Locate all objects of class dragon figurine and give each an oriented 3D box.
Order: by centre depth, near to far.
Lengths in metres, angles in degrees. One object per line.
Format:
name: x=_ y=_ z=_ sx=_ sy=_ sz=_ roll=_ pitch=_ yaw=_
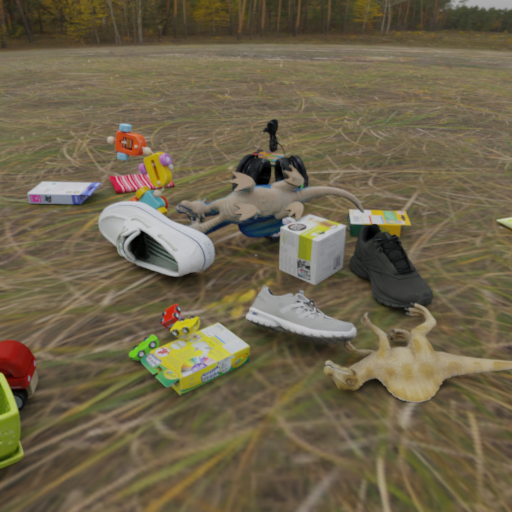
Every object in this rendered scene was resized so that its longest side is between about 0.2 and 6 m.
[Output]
dragon figurine: x=0.163 y=-1.043 z=11.768 sx=3.843 sy=1.131 sz=1.911 roll=-9 pitch=-6 yaw=-17

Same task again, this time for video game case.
video game case: x=0.549 y=-0.628 z=12.769 sx=1.022 sy=0.130 sz=0.924 roll=-16 pitch=31 yaw=-29

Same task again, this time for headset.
headset: x=0.402 y=-2.309 z=14.620 sx=1.940 sy=1.476 sz=3.141 roll=3 pitch=38 yaw=3

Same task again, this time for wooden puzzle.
wooden puzzle: x=0.274 y=-3.035 z=17.569 sx=1.044 sy=0.124 sz=1.760 roll=9 pitch=28 yaw=17

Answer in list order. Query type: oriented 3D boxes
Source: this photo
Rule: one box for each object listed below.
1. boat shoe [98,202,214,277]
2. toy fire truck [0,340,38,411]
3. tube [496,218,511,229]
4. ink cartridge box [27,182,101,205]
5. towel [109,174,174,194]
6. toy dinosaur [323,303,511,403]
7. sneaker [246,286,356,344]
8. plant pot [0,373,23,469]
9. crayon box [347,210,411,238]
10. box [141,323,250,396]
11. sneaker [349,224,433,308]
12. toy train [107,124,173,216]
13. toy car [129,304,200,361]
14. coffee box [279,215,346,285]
boat shoe: x=-2.239 y=-0.359 z=10.988 sx=3.011 sy=1.107 sz=1.005 roll=14 pitch=26 yaw=33
toy fire truck: x=-3.668 y=1.293 z=7.535 sx=1.223 sy=1.390 sz=0.894 roll=-3 pitch=28 yaw=-5
tube: x=6.062 y=-0.616 z=12.534 sx=0.422 sy=0.378 sz=1.456 roll=33 pitch=11 yaw=-23
ink cartridge box: x=-4.945 y=-1.633 z=14.551 sx=1.633 sy=0.343 sz=0.974 roll=-1 pitch=26 yaw=4
towel: x=-3.197 y=-2.067 z=15.585 sx=1.628 sy=0.183 sz=1.177 roll=-9 pitch=29 yaw=-18
toy dinosaur: x=2.338 y=1.489 z=8.155 sx=2.835 sy=0.825 sz=1.434 roll=-4 pitch=43 yaw=0
sneaker: x=0.713 y=0.893 z=8.766 sx=1.787 sy=0.733 sz=0.668 roll=12 pitch=-13 yaw=23
plant pot: x=-3.292 y=2.071 z=6.622 sx=0.909 sy=0.829 sz=0.914 roll=-17 pitch=31 yaw=-29
crayon box: x=2.774 y=-0.736 z=12.750 sx=1.319 sy=0.340 sz=0.829 roll=2 pitch=27 yaw=5
box: x=-0.895 y=1.527 z=8.261 sx=1.430 sy=0.346 sz=0.839 roll=-17 pitch=32 yaw=-35
sneaker: x=2.408 y=0.154 z=10.218 sx=0.870 sy=1.039 sz=2.290 roll=-8 pitch=29 yaw=-21
toy train: x=-2.591 y=-1.797 z=12.831 sx=1.725 sy=2.296 sz=0.639 roll=14 pitch=19 yaw=26
toy car: x=-1.435 y=1.258 z=8.608 sx=1.121 sy=0.266 sz=1.192 roll=-39 pitch=22 yaw=-18
coffee box: x=1.083 y=-0.149 z=10.909 sx=0.926 sy=0.937 sz=0.935 roll=23 pitch=34 yaw=37
